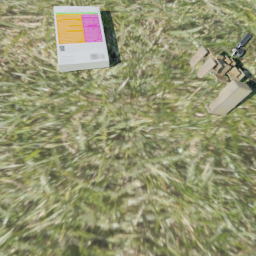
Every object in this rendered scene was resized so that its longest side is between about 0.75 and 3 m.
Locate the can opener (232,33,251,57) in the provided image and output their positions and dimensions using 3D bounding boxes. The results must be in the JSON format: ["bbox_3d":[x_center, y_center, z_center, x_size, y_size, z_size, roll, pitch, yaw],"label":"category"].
[{"bbox_3d":[3.883,-2.796,9.554,0.362,0.287,1.090,37,68,6],"label":"can opener"}]

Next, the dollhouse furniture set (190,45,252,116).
[{"bbox_3d":[2.611,-1.350,8.238,1.436,1.089,1.639,7,48,-36],"label":"dollhouse furniture set"}]

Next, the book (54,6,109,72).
[{"bbox_3d":[-1.582,-3.052,9.399,1.608,0.578,2.407,-7,65,-7],"label":"book"}]
